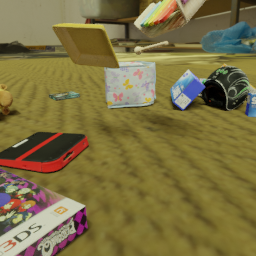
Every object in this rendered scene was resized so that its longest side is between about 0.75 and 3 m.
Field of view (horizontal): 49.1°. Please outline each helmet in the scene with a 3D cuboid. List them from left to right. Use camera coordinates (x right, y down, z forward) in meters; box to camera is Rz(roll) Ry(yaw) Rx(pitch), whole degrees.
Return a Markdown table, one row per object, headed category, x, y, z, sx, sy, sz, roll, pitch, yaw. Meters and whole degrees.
| category | x | y | z | sx | sy | sz | roll | pitch | yaw |
| --- | --- | --- | --- | --- | --- | --- | --- | --- | --- |
| helmet | 4.057 | -1.630 | 11.410 | 1.705 | 1.789 | 1.789 | -28 | 29 | -25 |

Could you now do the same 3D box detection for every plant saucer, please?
| category | x | y | z | sx | sy | sz | roll | pitch | yaw |
| --- | --- | --- | --- | --- | --- | --- | --- | --- | --- |
| plant saucer | -0.922 | -2.007 | 6.673 | 1.335 | 0.323 | 1.335 | 9 | -24 | 20 |

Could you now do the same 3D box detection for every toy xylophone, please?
| category | x | y | z | sx | sy | sz | roll | pitch | yaw |
| --- | --- | --- | --- | --- | --- | --- | --- | --- | --- |
| toy xylophone | 0.861 | -2.577 | 6.505 | 1.703 | 0.584 | 2.326 | -54 | 22 | -16 |

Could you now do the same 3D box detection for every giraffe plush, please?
| category | x | y | z | sx | sy | sz | roll | pitch | yaw |
| --- | --- | --- | --- | --- | --- | --- | --- | --- | --- |
| giraffe plush | -4.738 | -0.968 | 9.899 | 1.726 | 1.489 | 1.400 | 32 | 20 | 28 |

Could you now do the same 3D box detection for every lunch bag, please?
| category | x | y | z | sx | sy | sz | roll | pitch | yaw |
| --- | --- | --- | --- | --- | --- | --- | --- | --- | --- |
| lunch bag | 0.101 | -1.828 | 11.639 | 2.097 | 1.778 | 1.333 | -5 | 22 | -6 |

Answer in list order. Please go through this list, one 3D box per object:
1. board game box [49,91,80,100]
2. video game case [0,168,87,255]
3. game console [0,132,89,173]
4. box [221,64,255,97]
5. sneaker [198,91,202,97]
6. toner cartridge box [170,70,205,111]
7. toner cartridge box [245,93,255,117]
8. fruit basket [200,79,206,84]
| category | x | y | z | sx | sy | sz | roll | pitch | yaw |
| --- | --- | --- | --- | --- | --- | --- | --- | --- | --- |
| board game box | -3.006 | -1.524 | 13.266 | 1.234 | 0.174 | 0.835 | -13 | 23 | -35 |
| video game case | -2.480 | 1.431 | 3.950 | 2.844 | 0.509 | 2.578 | 13 | 22 | 33 |
| game console | -2.090 | 0.543 | 7.041 | 1.733 | 0.304 | 1.959 | 2 | 18 | 17 |
| box | 5.295 | -2.327 | 13.680 | 1.697 | 0.591 | 2.851 | 39 | 23 | -3 |
| sneaker | 3.922 | -1.799 | 13.433 | 1.381 | 0.588 | 0.532 | 6 | 19 | 18 |
| toner cartridge box | 2.464 | -1.688 | 11.965 | 0.575 | 1.266 | 2.665 | 41 | 18 | -8 |
| toner cartridge box | 5.236 | -0.811 | 10.132 | 1.731 | 0.822 | 0.374 | 2 | 20 | 7 |
| fruit basket | 4.057 | -1.803 | 12.780 | 1.362 | 0.639 | 1.262 | -1 | 57 | -7 |
